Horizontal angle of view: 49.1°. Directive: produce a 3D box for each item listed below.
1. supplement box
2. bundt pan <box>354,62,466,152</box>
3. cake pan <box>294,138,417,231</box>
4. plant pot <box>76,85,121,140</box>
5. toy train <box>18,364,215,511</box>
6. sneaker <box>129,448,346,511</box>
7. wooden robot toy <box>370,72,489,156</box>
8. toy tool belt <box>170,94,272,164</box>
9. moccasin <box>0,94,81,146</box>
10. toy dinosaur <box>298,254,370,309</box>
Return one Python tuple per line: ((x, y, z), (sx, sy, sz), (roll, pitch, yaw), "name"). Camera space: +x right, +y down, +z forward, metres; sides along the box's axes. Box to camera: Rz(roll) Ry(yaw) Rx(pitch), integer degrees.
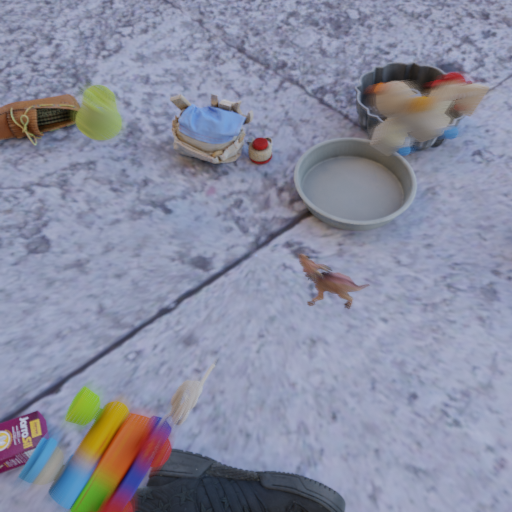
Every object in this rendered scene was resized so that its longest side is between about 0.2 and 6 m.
((-3.672, 2.854, 8.535), (0.917, 0.473, 0.600), (-18, 55, -14), "supplement box")
((3.525, -3.365, 13.011), (2.587, 0.971, 2.587), (0, 52, 0), "bundt pan")
((2.066, -1.504, 11.886), (2.561, 0.470, 2.561), (0, 52, 0), "cake pan")
((-2.926, -2.720, 10.434), (0.849, 0.781, 0.849), (5, 69, -14), "plant pot")
((-1.634, 1.954, 6.667), (1.312, 0.960, 2.267), (35, 77, -13), "toy train")
((-0.603, 3.731, 7.560), (3.380, 1.015, 1.763), (9, 50, 14), "sneaker")
((2.284, -2.326, 8.440), (1.150, 2.535, 1.117), (27, 84, -12), "wooden robot toy")
((-0.751, -2.802, 12.298), (2.272, 1.396, 1.419), (11, 53, 9), "toy tool belt")
((-5.156, -3.107, 12.979), (2.245, 0.821, 0.867), (-16, 45, -24), "moccasin")
((1.120, 0.372, 8.151), (1.087, 0.737, 0.467), (7, 48, 8), "toy dinosaur")
